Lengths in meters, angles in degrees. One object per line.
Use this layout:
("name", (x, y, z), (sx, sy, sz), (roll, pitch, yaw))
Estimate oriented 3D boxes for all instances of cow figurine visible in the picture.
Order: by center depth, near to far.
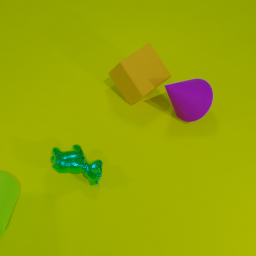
("cow figurine", (-1.261, 0.962, 7.026), (1.234, 0.677, 1.214), (-5, 41, -33))

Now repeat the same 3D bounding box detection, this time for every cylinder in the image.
("cylinder", (-3.086, 1.668, 6.011), (1.155, 1.155, 1.155), (-1, 36, 0))

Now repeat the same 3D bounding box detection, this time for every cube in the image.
("cube", (0.318, -1.551, 8.167), (1.131, 1.131, 1.131), (-37, 98, -20))

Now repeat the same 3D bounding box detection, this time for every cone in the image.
("cone", (1.397, -0.942, 7.606), (1.307, 1.302, 1.302), (17, 45, -42))
